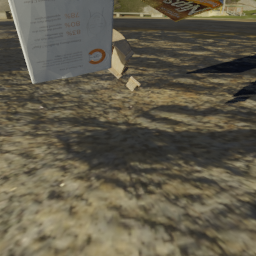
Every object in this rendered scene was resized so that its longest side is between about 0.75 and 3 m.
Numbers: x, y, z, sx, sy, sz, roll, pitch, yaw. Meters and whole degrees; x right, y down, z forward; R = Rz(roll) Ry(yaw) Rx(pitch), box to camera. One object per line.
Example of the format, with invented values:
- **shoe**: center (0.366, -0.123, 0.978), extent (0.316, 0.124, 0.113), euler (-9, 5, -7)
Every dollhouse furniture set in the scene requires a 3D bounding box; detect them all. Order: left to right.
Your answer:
- **dollhouse furniture set**: center (-0.191, -2.336, 6.568), extent (1.215, 2.488, 2.122), euler (-48, 3, -11)

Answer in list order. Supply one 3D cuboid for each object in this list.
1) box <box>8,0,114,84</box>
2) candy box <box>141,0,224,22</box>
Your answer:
- **box**: center (-1.081, -2.035, 4.387), extent (1.478, 2.376, 1.158), euler (-15, 58, -15)
- **candy box**: center (1.281, -3.854, 7.568), extent (1.608, 0.770, 2.786), euler (-4, -3, 39)
